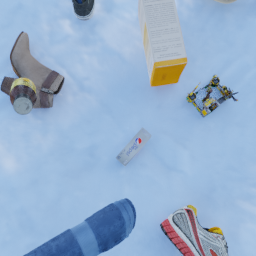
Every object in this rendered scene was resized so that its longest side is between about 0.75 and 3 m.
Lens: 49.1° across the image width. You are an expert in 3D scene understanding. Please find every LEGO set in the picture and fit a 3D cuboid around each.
[{"bbox_3d":[2.415,-0.959,8.086,1.345,0.779,1.034,-26,80,-5],"label":"LEGO set"}]

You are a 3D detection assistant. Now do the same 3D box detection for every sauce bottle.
[{"bbox_3d":[-2.398,-0.730,6.445,0.609,1.846,0.609,-8,114,-19],"label":"sauce bottle"}]

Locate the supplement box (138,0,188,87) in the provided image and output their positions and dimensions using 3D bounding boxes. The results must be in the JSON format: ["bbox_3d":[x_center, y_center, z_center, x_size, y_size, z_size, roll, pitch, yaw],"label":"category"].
[{"bbox_3d":[0.924,-2.629,8.011,0.910,1.559,2.474,-9,80,-1],"label":"supplement box"}]

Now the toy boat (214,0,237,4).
[{"bbox_3d":[3.729,-4.846,8.564,2.845,1.322,2.391,23,79,5],"label":"toy boat"}]

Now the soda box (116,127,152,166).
[{"bbox_3d":[0.164,0.546,7.991,0.367,0.395,1.158,41,82,7],"label":"soda box"}]

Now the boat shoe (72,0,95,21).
[{"bbox_3d":[-1.384,-4.747,8.834,0.909,0.750,2.649,-3,79,-1],"label":"boat shoe"}]

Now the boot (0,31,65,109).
[{"bbox_3d":[-2.692,-1.651,8.309,1.622,0.779,2.218,14,80,-4],"label":"boot"}]

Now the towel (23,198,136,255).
[{"bbox_3d":[-0.884,2.201,5.140,2.327,1.299,0.565,-26,58,-22],"label":"towel"}]

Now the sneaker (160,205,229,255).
[{"bbox_3d":[2.208,3.225,7.097,1.203,1.139,2.927,-42,82,-8],"label":"sneaker"}]
